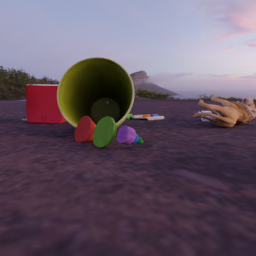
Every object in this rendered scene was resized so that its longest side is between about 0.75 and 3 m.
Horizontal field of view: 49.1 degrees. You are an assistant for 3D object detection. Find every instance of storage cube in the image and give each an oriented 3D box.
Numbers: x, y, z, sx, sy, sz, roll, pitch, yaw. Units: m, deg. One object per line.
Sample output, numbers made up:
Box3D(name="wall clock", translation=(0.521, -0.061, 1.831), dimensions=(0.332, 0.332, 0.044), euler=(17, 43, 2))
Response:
Box3D(name="storage cube", translation=(-3.310, -1.057, 11.840), dimensions=(1.707, 1.535, 1.459), euler=(3, 9, 6))

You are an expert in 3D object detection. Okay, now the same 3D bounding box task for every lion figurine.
Box3D(name="lion figurine", translation=(3.666, -0.503, 10.356), dimensions=(1.813, 1.073, 2.961), euler=(29, 35, 24))

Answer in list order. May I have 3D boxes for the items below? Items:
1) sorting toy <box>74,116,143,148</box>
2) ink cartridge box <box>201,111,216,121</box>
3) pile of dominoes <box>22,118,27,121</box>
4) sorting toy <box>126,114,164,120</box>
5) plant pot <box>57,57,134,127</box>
Box3D(name="sorting toy", translation=(-0.429, 0.178, 6.660), dimensions=(0.726, 0.731, 2.109), euler=(25, -13, -40))
Box3D(name="ink cartridge box", translation=(3.727, -0.516, 12.166), dimensions=(1.022, 0.425, 0.749), euler=(1, 7, 10))
Box3D(name="pile of dominoes", translation=(-3.971, -0.514, 12.851), dimensions=(1.257, 0.257, 1.612), euler=(4, 8, 28))
Box3D(name="sorting toy", translation=(0.712, -0.527, 12.990), dimensions=(1.653, 0.243, 1.222), euler=(-6, 9, -41))
Box3D(name="plant pot", translation=(-0.833, -0.723, 8.729), dimensions=(2.137, 2.137, 2.284), euler=(0, -11, 3))
